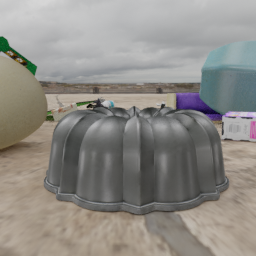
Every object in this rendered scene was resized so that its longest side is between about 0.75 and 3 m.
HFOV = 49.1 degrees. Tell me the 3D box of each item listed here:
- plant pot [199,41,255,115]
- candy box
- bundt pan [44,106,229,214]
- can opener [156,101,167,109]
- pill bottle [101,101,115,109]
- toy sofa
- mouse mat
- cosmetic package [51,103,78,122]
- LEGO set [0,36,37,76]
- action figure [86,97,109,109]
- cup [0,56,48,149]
[{"bbox_3d":[3.539,-1.626,9.210,2.116,2.078,2.072,13,45,22],"label":"plant pot"},{"bbox_3d":[3.348,-0.048,7.081,1.718,0.614,1.441,3,9,26],"label":"candy box"},{"bbox_3d":[0.110,0.214,4.104,2.656,0.997,2.656,0,8,0],"label":"bundt pan"},{"bbox_3d":[2.136,-0.828,12.869,1.815,0.603,0.478,9,11,0],"label":"can opener"},{"bbox_3d":[-1.159,-1.247,15.503,0.508,0.508,0.917,5,10,30],"label":"pill bottle"},{"bbox_3d":[2.802,-0.773,10.403,2.602,1.078,1.270,-1,7,-8],"label":"toy sofa"},{"bbox_3d":[-2.691,-0.776,11.477,2.665,0.100,2.145,-13,4,18],"label":"mouse mat"},{"bbox_3d":[-2.099,-0.538,9.386,0.850,0.371,0.440,-21,13,-13],"label":"cosmetic package"},{"bbox_3d":[-4.007,-1.367,8.480,1.451,2.504,1.926,-6,-17,30],"label":"LEGO set"},{"bbox_3d":[-1.134,-0.815,11.458,0.759,0.884,1.487,-21,11,-28],"label":"action figure"},{"bbox_3d":[-2.828,-0.307,5.619,1.950,1.950,1.394,2,33,12],"label":"cup"}]
